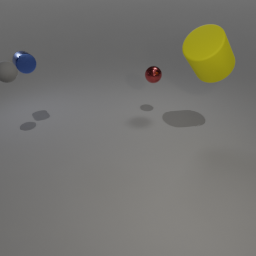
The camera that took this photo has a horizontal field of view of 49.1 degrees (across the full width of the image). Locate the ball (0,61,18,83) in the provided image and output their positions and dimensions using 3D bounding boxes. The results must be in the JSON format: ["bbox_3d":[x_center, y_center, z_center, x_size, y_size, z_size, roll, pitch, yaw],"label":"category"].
[{"bbox_3d":[-3.979,-1.835,9.152,0.700,0.700,0.700,0,29,0],"label":"ball"}]

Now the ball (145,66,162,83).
[{"bbox_3d":[1.047,-2.200,11.553,0.700,0.700,0.700,0,29,0],"label":"ball"}]

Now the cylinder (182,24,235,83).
[{"bbox_3d":[2.721,-2.459,9.388,1.400,1.400,1.400,-16,59,28],"label":"cylinder"}]

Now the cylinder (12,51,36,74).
[{"bbox_3d":[-3.709,-2.356,10.013,0.700,0.700,0.700,-16,29,-26],"label":"cylinder"}]
